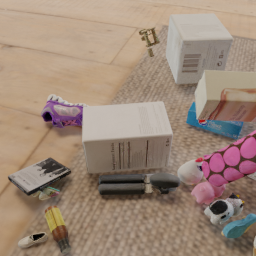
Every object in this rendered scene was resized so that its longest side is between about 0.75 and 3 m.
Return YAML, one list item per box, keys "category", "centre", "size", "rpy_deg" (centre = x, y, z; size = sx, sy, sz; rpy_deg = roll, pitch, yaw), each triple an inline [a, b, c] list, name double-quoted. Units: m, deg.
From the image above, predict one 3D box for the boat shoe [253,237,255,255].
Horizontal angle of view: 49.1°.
- category: "boat shoe"
  centre: [4.179, 2.757, 7.547]
  size: [2.804, 0.959, 1.048]
  rpy_deg: [-8, 36, -37]

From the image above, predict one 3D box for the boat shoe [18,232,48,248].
- category: "boat shoe"
  centre: [-2.634, 3.069, 7.725]
  size: [0.801, 0.263, 0.288]
  rpy_deg: [-9, 45, -9]

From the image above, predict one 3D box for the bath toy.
- category: "bath toy"
  centre: [2.592, 1.912, 8.413]
  size: [1.146, 0.974, 2.634]
  rpy_deg: [9, 33, -43]

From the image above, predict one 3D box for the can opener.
- category: "can opener"
  centre: [0.328, 1.673, 8.810]
  size: [2.552, 0.848, 0.672]
  rpy_deg: [-4, 45, 3]

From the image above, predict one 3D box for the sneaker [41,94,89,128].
- category: "sneaker"
  centre: [-2.312, -0.411, 10.830]
  size: [2.560, 1.030, 1.132]
  rpy_deg: [17, 53, 22]

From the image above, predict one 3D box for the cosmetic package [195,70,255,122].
- category: "cosmetic package"
  centre: [3.010, -0.810, 7.465]
  size: [2.202, 1.138, 0.961]
  rpy_deg: [2, 66, 2]

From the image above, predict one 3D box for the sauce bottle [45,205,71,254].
- category: "sauce bottle"
  centre: [-1.955, 2.837, 7.843]
  size: [0.454, 0.454, 1.377]
  rpy_deg: [-19, 48, -18]

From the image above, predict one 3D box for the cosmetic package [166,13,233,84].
- category: "cosmetic package"
  centre: [3.194, -3.793, 13.256]
  size: [2.253, 2.267, 2.709]
  rpy_deg: [-4, 45, -4]

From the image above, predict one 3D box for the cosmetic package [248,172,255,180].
- category: "cosmetic package"
  centre: [4.697, 1.329, 9.189]
  size: [1.929, 0.687, 0.978]
  rpy_deg: [27, 51, 25]

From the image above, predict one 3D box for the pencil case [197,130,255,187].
- category: "pencil case"
  centre: [2.786, 0.775, 7.125]
  size: [0.917, 2.021, 0.947]
  rpy_deg: [11, 58, -31]

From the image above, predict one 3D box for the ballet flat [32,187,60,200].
- category: "ballet flat"
  centre: [-2.754, 1.970, 8.777]
  size: [1.326, 0.458, 0.472]
  rpy_deg: [16, 65, 22]

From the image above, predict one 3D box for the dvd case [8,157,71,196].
- category: "dvd case"
  centre: [-2.803, 1.493, 8.948]
  size: [1.181, 0.194, 1.571]
  rpy_deg: [22, 33, 36]

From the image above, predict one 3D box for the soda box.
- category: "soda box"
  centre: [3.355, -0.310, 10.842]
  size: [2.039, 0.692, 0.654]
  rpy_deg: [19, 48, 19]

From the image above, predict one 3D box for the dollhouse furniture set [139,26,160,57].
- category: "dollhouse furniture set"
  centre: [0.977, -3.722, 12.009]
  size: [0.607, 1.092, 0.966]
  rpy_deg: [-21, 25, -1]

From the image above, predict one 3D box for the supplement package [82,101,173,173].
- category: "supplement package"
  centre: [-0.076, 0.313, 9.510]
  size: [2.780, 1.665, 1.686]
  rpy_deg: [-4, 45, -4]
